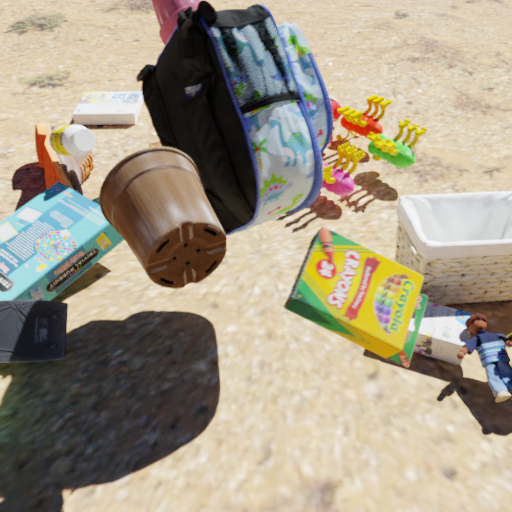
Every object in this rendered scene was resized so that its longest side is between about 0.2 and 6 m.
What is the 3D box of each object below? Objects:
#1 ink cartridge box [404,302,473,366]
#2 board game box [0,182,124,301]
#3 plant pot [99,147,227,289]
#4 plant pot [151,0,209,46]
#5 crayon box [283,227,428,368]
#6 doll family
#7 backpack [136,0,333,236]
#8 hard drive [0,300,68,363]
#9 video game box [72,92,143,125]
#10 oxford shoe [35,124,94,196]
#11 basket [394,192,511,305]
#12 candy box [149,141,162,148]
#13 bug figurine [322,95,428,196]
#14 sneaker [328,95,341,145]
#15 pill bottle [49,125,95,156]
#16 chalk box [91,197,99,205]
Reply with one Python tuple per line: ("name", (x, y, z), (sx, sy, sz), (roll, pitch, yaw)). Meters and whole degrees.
("ink cartridge box", (2.623, 1.118, 8.773), (1.332, 0.452, 0.767), (16, 42, 18))
("board game box", (-3.833, -0.127, 9.901), (1.854, 0.576, 2.456), (28, 58, 31))
("plant pot", (-0.966, -0.354, 6.121), (1.211, 1.211, 1.199), (-17, 48, -20))
("plant pot", (-1.540, -4.959, 11.322), (1.243, 1.243, 1.113), (-29, 91, -31))
("crayon box", (1.056, 0.397, 5.461), (1.360, 0.345, 0.863), (26, 63, -3))
("doll family", (4.031, 1.315, 8.049), (2.287, 0.897, 1.322), (1, 56, -19))
("backpack", (-0.143, -1.833, 8.043), (2.037, 2.772, 2.536), (-20, 4, -27))
("hard drive", (-3.565, 1.145, 8.496), (1.388, 0.294, 0.936), (0, 79, -6))
("video game box", (-4.059, -4.088, 15.460), (1.654, 0.387, 1.507), (-1, 41, -1))
("oxford shoe", (-4.088, -2.056, 12.336), (1.156, 1.131, 3.171), (-6, 42, -26))
("basket", (3.594, -0.125, 9.609), (2.246, 1.386, 1.523), (-2, 38, -5))
("candy box", (-1.707, -2.176, 12.951), (1.008, 0.488, 1.728), (-20, 41, -22))
("bug figurine", (1.826, -2.429, 12.794), (3.992, 1.027, 3.096), (-24, 39, -22))
("sneaker", (1.506, -3.225, 13.928), (1.161, 1.053, 2.735), (46, 38, 10))
("pill bottle", (-3.540, -2.235, 10.844), (0.588, 0.588, 1.057), (-31, 27, -33))
("chalk box", (-2.819, -0.825, 11.100), (1.043, 0.649, 0.646), (-30, 47, -31))
